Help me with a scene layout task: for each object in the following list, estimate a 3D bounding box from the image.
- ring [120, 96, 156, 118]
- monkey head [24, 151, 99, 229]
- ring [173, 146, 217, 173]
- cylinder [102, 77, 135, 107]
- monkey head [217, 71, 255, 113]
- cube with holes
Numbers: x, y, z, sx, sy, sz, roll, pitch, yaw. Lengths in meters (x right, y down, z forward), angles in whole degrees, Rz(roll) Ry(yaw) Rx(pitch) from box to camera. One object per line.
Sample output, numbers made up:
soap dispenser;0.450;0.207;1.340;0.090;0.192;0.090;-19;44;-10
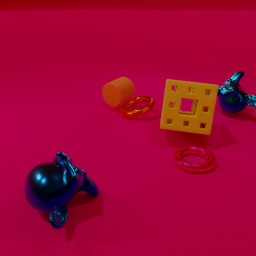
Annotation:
ring;0.334;-0.763;9.921;1.324;0.265;1.324;-16;28;9
monkey head;-1.323;1.216;5.568;1.141;1.362;1.894;-48;36;-7
ring;1.686;0.773;7.102;1.090;0.218;1.090;0;25;0
cylinder;-0.337;-1.327;10.206;0.868;0.868;0.868;17;33;31
monkey head;3.743;-1.199;9.744;1.341;1.123;1.864;-51;16;-8
cube with holes;1.696;-0.647;8.086;1.334;1.334;1.334;8;10;6
